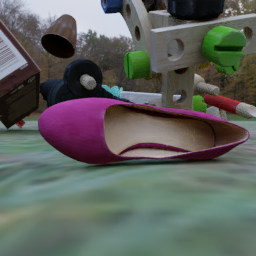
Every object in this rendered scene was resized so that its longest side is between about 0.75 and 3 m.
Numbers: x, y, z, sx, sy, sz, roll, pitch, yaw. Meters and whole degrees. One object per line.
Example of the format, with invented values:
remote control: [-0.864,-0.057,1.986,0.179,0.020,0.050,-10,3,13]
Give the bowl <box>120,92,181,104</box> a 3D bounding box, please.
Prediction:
bowl: [1.169,-0.656,10.431,2.925,1.093,2.929,4,2,6]

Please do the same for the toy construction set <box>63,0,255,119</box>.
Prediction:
toy construction set: [0.768,-0.546,3.321,2.624,2.189,2.016,11,13,-29]

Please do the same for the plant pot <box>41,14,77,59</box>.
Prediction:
plant pot: [-1.848,-2.702,7.995,0.970,1.038,0.970,10,-26,5]

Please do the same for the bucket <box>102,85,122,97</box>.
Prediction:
bucket: [-1.336,-0.818,10.996,2.333,1.518,2.333,-1,1,0]

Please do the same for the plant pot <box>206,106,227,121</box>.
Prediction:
plant pot: [3.024,-0.363,9.913,0.687,0.775,0.775,-14,-6,34]

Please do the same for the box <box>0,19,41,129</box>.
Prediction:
box: [-2.788,-1.049,6.100,1.106,1.477,2.951,-40,4,-19]

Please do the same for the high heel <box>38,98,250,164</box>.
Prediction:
high heel: [0.151,-0.008,1.637,1.232,0.415,0.592,3,-11,-40]

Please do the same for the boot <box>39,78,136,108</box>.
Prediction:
boot: [-1.199,-0.649,6.183,2.151,0.971,2.625,23,8,34]

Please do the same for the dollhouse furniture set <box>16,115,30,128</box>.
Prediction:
dollhouse furniture set: [-3.565,-0.314,8.143,1.378,0.741,0.560,6,-2,-29]
